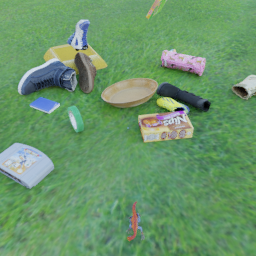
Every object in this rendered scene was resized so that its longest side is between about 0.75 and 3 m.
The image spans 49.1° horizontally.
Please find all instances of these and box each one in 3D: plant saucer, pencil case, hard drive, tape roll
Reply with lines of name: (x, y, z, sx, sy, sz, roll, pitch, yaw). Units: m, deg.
plant saucer: (-3.077, -4.076, 15.958, 2.973, 0.720, 2.974, -19, 43, -20)
pencil case: (2.971, -3.509, 15.067, 2.386, 0.988, 1.032, 18, 69, 19)
hard drive: (-3.780, -1.044, 12.730, 1.110, 0.141, 0.732, 19, 43, 22)
tape roll: (-2.091, -0.354, 11.170, 0.255, 1.060, 1.060, -22, 44, -22)
plant saucer: (0.105, -1.560, 12.773, 2.602, 0.461, 2.602, -10, 30, 6)

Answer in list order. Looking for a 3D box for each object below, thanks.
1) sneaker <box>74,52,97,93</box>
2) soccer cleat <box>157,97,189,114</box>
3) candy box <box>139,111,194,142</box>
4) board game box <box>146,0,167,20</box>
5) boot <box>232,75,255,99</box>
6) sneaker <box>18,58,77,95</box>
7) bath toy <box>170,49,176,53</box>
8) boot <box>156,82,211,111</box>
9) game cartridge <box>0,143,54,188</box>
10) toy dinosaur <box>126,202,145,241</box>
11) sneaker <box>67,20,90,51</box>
sneaker: (-1.945, -2.813, 14.164, 1.010, 0.942, 2.675, 9, 50, -38)
soccer cleat: (1.927, -0.945, 12.288, 1.552, 0.502, 0.649, 23, 32, 22)
candy box: (1.487, -0.067, 11.228, 1.974, 0.557, 1.151, -6, 41, -5)
board game box: (1.326, -5.368, 12.263, 0.292, 0.932, 1.950, 35, 38, -4)
boot: (6.155, -1.790, 13.172, 1.587, 0.740, 2.052, -27, 41, -30)
sneaker: (-3.718, -2.194, 13.449, 1.956, 1.029, 2.706, 33, 60, 22)
bath toy: (2.626, -4.332, 16.561, 0.452, 0.384, 1.039, -33, 22, 35)
boot: (2.469, -1.330, 12.359, 2.016, 0.662, 1.662, 35, 27, 32)
game cartridge: (-3.662, 1.229, 9.825, 1.987, 0.413, 1.323, 21, 48, 24)
toy dinosaur: (0.122, 2.694, 7.819, 0.495, 0.943, 0.855, -13, 7, 7)
sneaker: (-2.022, -3.988, 12.460, 0.891, 1.544, 0.624, 53, 42, 6)
